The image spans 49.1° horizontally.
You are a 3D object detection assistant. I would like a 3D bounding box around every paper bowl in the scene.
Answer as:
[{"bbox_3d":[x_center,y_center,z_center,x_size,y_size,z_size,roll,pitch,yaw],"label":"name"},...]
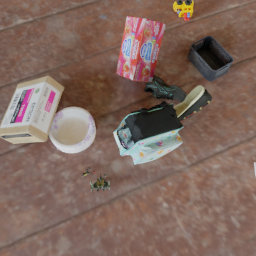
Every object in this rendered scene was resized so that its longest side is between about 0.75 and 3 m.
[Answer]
[{"bbox_3d":[-2.076,0.126,10.622,1.719,0.894,1.719,0,65,0],"label":"paper bowl"}]

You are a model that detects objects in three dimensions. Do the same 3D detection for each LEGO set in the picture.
[{"bbox_3d":[-1.103,1.932,10.169,0.795,0.347,1.224,-30,56,-15],"label":"LEGO set"}]

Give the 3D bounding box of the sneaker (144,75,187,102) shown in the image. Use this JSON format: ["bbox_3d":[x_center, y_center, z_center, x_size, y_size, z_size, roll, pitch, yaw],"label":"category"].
[{"bbox_3d":[1.550,-1.417,11.456,1.965,0.741,0.779,32,74,28],"label":"sneaker"}]

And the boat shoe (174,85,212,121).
[{"bbox_3d":[2.154,-0.624,10.596,0.699,2.232,0.817,37,26,-25],"label":"boat shoe"}]

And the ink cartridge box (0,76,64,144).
[{"bbox_3d":[-3.649,-0.655,10.540,1.940,0.884,2.354,-7,60,35],"label":"ink cartridge box"}]

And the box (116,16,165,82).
[{"bbox_3d":[0.467,-3.108,11.146,1.115,2.336,1.164,-4,24,-40],"label":"box"}]

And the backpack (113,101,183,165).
[{"bbox_3d":[0.621,0.263,9.732,2.034,2.314,1.774,-20,88,-25],"label":"backpack"}]

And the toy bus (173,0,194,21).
[{"bbox_3d":[2.684,-5.637,13.516,0.936,0.635,0.898,0,81,2],"label":"toy bus"}]

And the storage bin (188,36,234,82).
[{"bbox_3d":[3.539,-3.013,12.144,1.150,0.798,1.702,-30,68,-13],"label":"storage bin"}]

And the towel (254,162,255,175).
[{"bbox_3d":[5.131,1.575,10.380,0.837,0.125,0.613,3,64,1],"label":"towel"}]
